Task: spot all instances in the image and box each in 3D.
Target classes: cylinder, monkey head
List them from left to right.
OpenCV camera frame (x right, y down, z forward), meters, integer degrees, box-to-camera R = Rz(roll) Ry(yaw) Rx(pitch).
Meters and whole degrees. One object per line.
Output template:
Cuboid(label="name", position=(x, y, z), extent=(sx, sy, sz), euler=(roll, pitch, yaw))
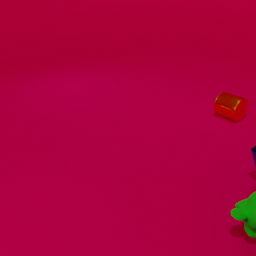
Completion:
Cuboid(label="cylinder", position=(3.205, -0.676, 8.728), extent=(0.743, 0.743, 0.743), euler=(-20, 34, -33))
Cuboid(label="monkey head", position=(2.137, 1.288, 4.550), extent=(1.229, 0.741, 0.884), euler=(-19, 28, -13))

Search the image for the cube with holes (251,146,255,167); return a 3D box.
Cuboid(label="cube with holes", position=(3.247, 0.716, 5.474), extent=(1.008, 1.008, 1.008), euler=(-33, 34, -4))
